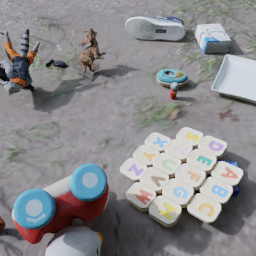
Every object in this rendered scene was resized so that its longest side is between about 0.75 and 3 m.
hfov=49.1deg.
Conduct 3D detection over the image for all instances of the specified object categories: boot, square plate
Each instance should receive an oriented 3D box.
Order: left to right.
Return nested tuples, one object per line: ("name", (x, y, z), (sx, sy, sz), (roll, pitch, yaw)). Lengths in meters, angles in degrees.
("boot", (1.185, -4.381, 12.094), (2.536, 0.923, 1.146), (10, 40, -1))
("square plate", (4.332, -1.606, 9.779), (2.382, 0.339, 2.360), (19, 51, 17))

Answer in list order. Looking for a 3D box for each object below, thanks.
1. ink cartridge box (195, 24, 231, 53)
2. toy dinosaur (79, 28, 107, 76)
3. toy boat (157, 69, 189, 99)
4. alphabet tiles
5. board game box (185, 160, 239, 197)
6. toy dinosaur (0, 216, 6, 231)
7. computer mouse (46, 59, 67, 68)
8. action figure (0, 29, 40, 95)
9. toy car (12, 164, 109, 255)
("ink cartridge box", (3.472, -3.701, 11.548), (1.016, 0.587, 1.392), (-5, 47, -4))
("toy dinosaur", (-1.431, -2.656, 10.054), (1.056, 0.669, 1.558), (32, 92, -14))
("toy boat", (1.559, -1.608, 9.592), (1.107, 0.612, 1.317), (2, 47, 2))
("alphabet tiles", (1.264, 1.062, 7.042), (2.713, 0.202, 2.774), (26, 56, 33))
("board game box", (2.127, 1.211, 7.194), (1.304, 0.292, 0.877), (9, 48, 8))
("toy dinosaur", (-3.766, 2.101, 5.998), (1.951, 1.129, 2.150), (-8, 31, -35))
("computer mouse", (-2.756, -2.425, 10.645), (0.783, 0.180, 0.550), (22, 50, 19))
("action figure", (-3.680, -2.082, 8.800), (1.128, 2.156, 2.086), (-12, 72, 39))
("toy car", (-1.010, 2.124, 5.637), (1.967, 2.050, 2.224), (-24, 80, -20))
